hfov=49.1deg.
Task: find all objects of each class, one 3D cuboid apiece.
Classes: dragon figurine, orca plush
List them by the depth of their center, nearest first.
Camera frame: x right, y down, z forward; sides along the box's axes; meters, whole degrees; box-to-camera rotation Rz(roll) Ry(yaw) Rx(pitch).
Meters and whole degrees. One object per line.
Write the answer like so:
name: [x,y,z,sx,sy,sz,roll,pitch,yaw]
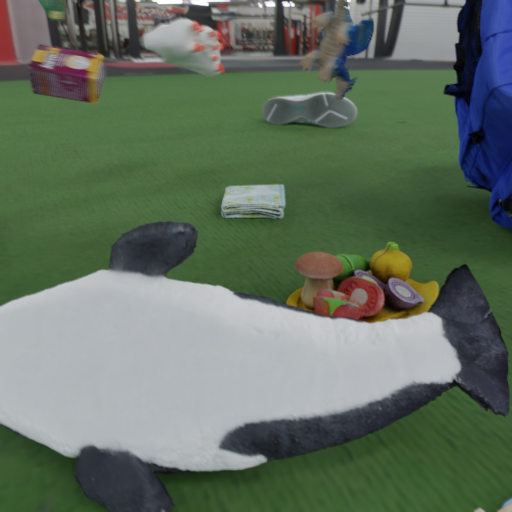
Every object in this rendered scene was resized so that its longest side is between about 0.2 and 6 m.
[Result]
orca plush: [-0.246,0.841,5.017,4.346,2.287,1.545,-17,-14,4]
dragon figurine: [1.453,-3.683,9.349,0.731,2.483,1.234,35,49,17]

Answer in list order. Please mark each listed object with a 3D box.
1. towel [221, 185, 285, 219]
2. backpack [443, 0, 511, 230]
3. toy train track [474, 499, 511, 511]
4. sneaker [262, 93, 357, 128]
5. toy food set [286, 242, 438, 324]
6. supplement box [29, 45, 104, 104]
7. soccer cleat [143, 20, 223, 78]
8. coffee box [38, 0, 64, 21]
towel: [-0.043,-1.083,10.877,1.202,0.338,1.404,2,24,2]
backpack: [5.242,-2.494,9.242,4.223,4.361,5.197,7,-2,13]
toy train track: [2.855,1.640,4.505,3.338,0.543,1.915,-14,27,-27]
sneaker: [1.844,-4.910,18.605,3.113,1.095,1.247,8,22,19]
toy food set: [1.178,0.361,7.012,2.517,0.822,1.481,-15,28,-31]
supplement box: [-3.023,-2.925,9.018,1.019,0.526,0.667,7,53,-8]
soccer cleat: [-1.225,-3.776,10.165,0.945,0.844,2.435,0,9,11]
coffee box: [-3.421,-4.407,9.305,0.227,0.635,1.033,-9,45,-31]
